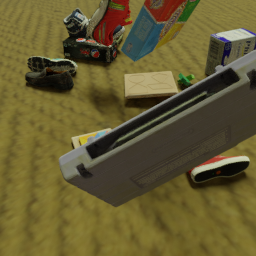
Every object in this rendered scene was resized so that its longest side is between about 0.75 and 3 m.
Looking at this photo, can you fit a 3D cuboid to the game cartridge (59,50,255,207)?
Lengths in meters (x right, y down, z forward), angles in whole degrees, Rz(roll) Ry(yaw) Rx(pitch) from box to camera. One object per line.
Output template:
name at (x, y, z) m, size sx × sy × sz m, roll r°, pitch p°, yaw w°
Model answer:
game cartridge at (0.682, 0.220, 4.303) m, size 2.940 × 1.906 × 0.564 m, roll -29°, pitch 62°, yaw 5°

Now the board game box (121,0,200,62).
board game box at (1.078, -3.082, 7.609) m, size 0.533 × 2.023 × 2.644 m, roll 42°, pitch 45°, yaw 7°

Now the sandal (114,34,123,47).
sandal at (-0.867, -4.805, 14.396) m, size 1.142 × 0.821 × 2.876 m, roll -1°, pitch 40°, yaw 4°

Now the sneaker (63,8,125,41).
sneaker at (-1.720, -4.942, 13.460) m, size 2.933 × 1.591 × 1.028 m, roll -2°, pitch 50°, yaw 21°

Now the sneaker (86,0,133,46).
sneaker at (-0.276, -4.266, 9.948) m, size 1.266 × 2.983 × 1.148 m, roll 35°, pitch 30°, yaw -5°

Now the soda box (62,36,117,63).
soda box at (-1.755, -3.673, 13.024) m, size 2.415 × 0.765 × 0.854 m, roll 12°, pitch 39°, yaw 14°

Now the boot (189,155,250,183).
boot at (2.309, 0.774, 7.559) m, size 1.631 × 0.591 × 1.177 m, roll -9°, pitch 38°, yaw -6°

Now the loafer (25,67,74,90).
loafer at (-3.123, -2.060, 10.998) m, size 2.048 × 0.740 × 0.746 m, roll 7°, pitch 40°, yaw 11°

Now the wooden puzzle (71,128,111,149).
wooden puzzle at (-0.902, 0.504, 8.137) m, size 1.257 × 0.253 × 1.359 m, roll -14°, pitch 40°, yaw -17°

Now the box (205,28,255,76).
box at (4.222, -3.016, 11.472) m, size 1.793 × 1.649 × 0.941 m, roll -17°, pitch 39°, yaw -20°

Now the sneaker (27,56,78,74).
sneaker at (-3.183, -2.610, 11.858) m, size 2.081 × 0.806 × 0.829 m, roll 6°, pitch 22°, yaw -3°

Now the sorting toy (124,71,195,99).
sorting toy at (1.277, -1.636, 10.726) m, size 2.794 × 0.411 × 2.065 m, roll -4°, pitch 33°, yaw 1°
